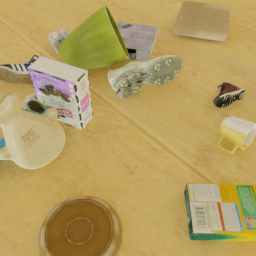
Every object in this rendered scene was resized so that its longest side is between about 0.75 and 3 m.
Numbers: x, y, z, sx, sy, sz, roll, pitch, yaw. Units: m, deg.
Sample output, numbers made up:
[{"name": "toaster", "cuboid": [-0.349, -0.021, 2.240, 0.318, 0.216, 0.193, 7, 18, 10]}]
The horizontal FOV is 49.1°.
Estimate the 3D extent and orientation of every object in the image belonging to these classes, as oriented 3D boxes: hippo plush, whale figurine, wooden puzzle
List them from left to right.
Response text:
[{"name": "whale figurine", "cuboid": [-2.598, 0.017, 7.005, 1.814, 2.280, 1.183, -43, 50, -9]}, {"name": "hippo plush", "cuboid": [-2.969, -0.809, 8.975, 0.771, 0.614, 0.620, -24, 14, 35]}, {"name": "hippo plush", "cuboid": [-2.662, -3.658, 11.135, 1.189, 0.947, 0.956, -27, 54, -21]}, {"name": "wooden puzzle", "cuboid": [3.263, -4.646, 12.320, 2.245, 0.561, 2.424, 12, 54, 11]}]

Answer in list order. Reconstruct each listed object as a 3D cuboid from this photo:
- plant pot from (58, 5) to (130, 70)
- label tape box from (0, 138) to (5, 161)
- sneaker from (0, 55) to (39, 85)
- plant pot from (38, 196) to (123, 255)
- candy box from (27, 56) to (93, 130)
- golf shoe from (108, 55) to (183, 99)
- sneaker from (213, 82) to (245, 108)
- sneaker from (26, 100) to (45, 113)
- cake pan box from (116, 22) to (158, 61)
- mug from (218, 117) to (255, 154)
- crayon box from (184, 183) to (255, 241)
[{"name": "plant pot", "cuboid": [-1.288, -2.876, 9.849, 2.091, 1.957, 1.957, -23, 48, 10]}, {"name": "label tape box", "cuboid": [-3.987, 0.820, 7.485, 1.390, 0.440, 1.003, -4, 49, -4]}, {"name": "sneaker", "cuboid": [-3.771, -2.116, 9.931, 1.890, 0.662, 1.025, 8, 53, -2]}, {"name": "plant pot", "cuboid": [-1.074, 2.330, 6.272, 1.911, 0.263, 1.911, 0, 49, 0]}, {"name": "candy box", "cuboid": [-1.893, -0.980, 8.151, 1.536, 1.832, 0.655, 19, 51, 16]}, {"name": "golf shoe", "cuboid": [0.566, -2.053, 9.700, 2.727, 1.068, 1.326, -20, 46, -19]}, {"name": "sneaker", "cuboid": [3.136, -1.128, 9.249, 1.357, 0.513, 0.784, -17, 45, -28]}, {"name": "sneaker", "cuboid": [-2.525, -0.179, 8.401, 0.510, 0.547, 1.448, -31, 76, -35]}, {"name": "cake pan box", "cuboid": [0.162, -3.532, 11.319, 1.835, 0.521, 1.992, 9, 49, 10]}, {"name": "mug", "cuboid": [3.023, 0.121, 7.916, 1.010, 0.809, 0.829, -31, 47, -32]}, {"name": "crayon box", "cuboid": [2.348, 1.927, 6.464, 1.930, 0.498, 1.214, 1, 49, 1]}]
